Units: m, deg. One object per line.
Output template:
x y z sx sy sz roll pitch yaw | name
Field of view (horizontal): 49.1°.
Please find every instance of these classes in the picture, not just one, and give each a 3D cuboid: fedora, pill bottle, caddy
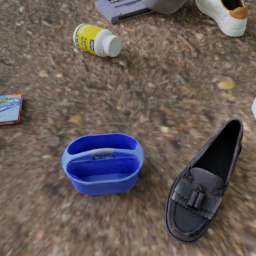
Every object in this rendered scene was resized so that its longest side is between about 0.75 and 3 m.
1.310 -4.991 10.063 2.450 1.251 2.770 38 46 6 | fedora
-0.908 -2.629 8.493 1.437 0.800 0.800 26 55 32 | pill bottle
-0.505 0.709 5.882 1.685 0.885 1.191 -5 50 -4 | caddy

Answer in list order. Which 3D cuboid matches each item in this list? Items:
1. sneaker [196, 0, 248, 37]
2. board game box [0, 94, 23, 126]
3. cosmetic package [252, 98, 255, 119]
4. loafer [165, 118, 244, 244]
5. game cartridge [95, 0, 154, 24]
3.375 -4.525 9.928 1.054 1.226 2.896 -16 51 -11 | sneaker
-3.723 -0.411 7.240 1.856 0.180 0.955 -6 53 -5 | board game box
4.415 -0.329 6.735 2.374 0.879 1.207 -3 53 -1 | cosmetic package
1.613 0.899 5.701 1.040 0.911 2.892 26 56 20 | loafer
0.006 -4.674 10.597 2.186 0.420 1.417 -24 59 -18 | game cartridge
